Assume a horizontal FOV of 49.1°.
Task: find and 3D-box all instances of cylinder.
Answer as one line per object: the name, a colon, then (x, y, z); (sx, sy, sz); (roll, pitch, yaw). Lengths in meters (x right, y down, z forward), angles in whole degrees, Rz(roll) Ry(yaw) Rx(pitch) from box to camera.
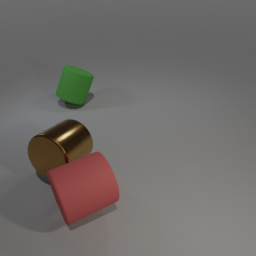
cylinder: (-1.134, 1.484, 7.079); (1.400, 1.400, 1.400); (-21, 37, -21)
cylinder: (-1.984, 0.603, 8.370); (1.400, 1.400, 1.400); (13, 26, 21)
cylinder: (-2.429, -1.974, 12.789); (1.400, 1.400, 1.400); (20, 16, -6)
